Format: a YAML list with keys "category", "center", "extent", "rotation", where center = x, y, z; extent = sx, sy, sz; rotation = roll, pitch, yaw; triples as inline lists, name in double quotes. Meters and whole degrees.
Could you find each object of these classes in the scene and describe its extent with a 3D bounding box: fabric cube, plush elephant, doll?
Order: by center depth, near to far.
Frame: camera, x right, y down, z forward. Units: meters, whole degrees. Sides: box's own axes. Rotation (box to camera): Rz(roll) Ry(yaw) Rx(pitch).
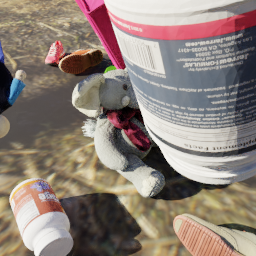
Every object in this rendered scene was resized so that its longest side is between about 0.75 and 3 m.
- category: "doll"
  center: [-2.278, -0.754, 4.412]
  extent: [1.334, 1.955, 0.474]
  rotation: [-20, -8, 4]
- category: "plush elephant"
  center: [0.015, -0.333, 6.160]
  extent: [2.743, 2.124, 2.259]
  rotation: [23, 42, 28]
- category: "fabric cube"
  center: [0.111, -3.595, 7.405]
  extent: [2.870, 2.861, 2.815]
  rotation: [-32, 65, 5]

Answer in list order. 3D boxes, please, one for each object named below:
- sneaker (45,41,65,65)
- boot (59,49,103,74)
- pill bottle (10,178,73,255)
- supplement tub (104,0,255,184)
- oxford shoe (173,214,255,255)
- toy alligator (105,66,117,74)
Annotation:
- category: "sneaker"
  center: [-2.911, -2.952, 10.950]
  extent: [0.552, 0.650, 1.498]
  rotation: [3, 37, 4]
- category: "boot"
  center: [-1.918, -2.517, 10.446]
  extent: [0.984, 0.689, 1.835]
  rotation: [21, 37, 38]
- category: "pill bottle"
  center: [-1.463, 1.551, 4.771]
  extent: [0.765, 0.765, 1.363]
  rotation: [-21, 41, -25]
- category: "supplement tub"
  center: [0.961, -0.770, 3.243]
  extent: [1.920, 2.735, 1.920]
  rotation: [-10, 47, 11]
- category: "oxford shoe"
  center: [1.637, 1.911, 4.463]
  extent: [1.900, 0.673, 0.701]
  rotation: [30, 38, 22]
- category: "toy alligator"
  center: [0.608, -1.947, 9.575]
  extent: [2.798, 0.830, 0.759]
  rotation: [-15, 80, -20]
